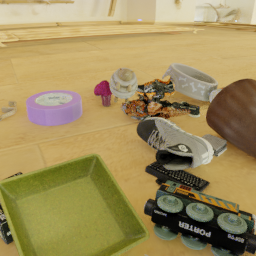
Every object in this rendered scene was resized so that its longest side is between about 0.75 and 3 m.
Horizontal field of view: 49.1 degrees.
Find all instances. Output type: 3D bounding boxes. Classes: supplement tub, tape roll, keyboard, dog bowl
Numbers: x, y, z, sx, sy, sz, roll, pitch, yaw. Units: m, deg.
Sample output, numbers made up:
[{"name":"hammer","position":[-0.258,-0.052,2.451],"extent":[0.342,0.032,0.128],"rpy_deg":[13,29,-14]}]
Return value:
[{"name":"supplement tub","position":[4.603,-1.483,13.089],"extent":[1.470,0.901,0.901],"rpy_deg":[-17,32,-31]},{"name":"tape roll","position":[-3.173,-0.925,12.162],"extent":[2.311,0.758,2.311],"rpy_deg":[0,26,0]},{"name":"keyboard","position":[1.341,1.428,8.121],"extent":[1.799,0.231,1.080],"rpy_deg":[21,34,37]},{"name":"dog bowl","position":[3.152,-2.367,13.953],"extent":[2.864,0.840,2.864],"rpy_deg":[18,26,-9]}]

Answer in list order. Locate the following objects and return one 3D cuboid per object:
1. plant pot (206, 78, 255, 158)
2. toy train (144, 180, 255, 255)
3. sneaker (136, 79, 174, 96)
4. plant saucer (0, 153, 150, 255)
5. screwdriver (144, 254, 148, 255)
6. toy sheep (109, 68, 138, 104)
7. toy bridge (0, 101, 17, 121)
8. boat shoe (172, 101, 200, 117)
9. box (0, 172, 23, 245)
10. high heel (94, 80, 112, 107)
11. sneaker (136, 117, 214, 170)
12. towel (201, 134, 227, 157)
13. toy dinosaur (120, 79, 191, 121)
[{"name":"plant pot","position":[4.201,-0.032,9.238],"extent":[2.266,2.266,2.425],"rpy_deg":[-9,43,-17]},{"name":"toy train","position":[1.628,1.970,6.272],"extent":[2.465,1.050,1.405],"rpy_deg":[12,20,23]},{"name":"sneaker","position":[1.343,-2.158,14.525],"extent":[2.126,0.821,0.832],"rpy_deg":[0,29,4]},{"name":"plant saucer","position":[-1.212,1.900,6.029],"extent":[2.487,0.596,2.490],"rpy_deg":[-15,52,-33]},{"name":"screwdriver","position":[1.027,2.855,5.234],"extent":[1.788,0.249,0.260],"rpy_deg":[20,3,28]},{"name":"toy sheep","position":[-0.190,-1.715,11.320],"extent":[1.273,1.846,1.273],"rpy_deg":[6,61,-11]},{"name":"toy bridge","position":[-5.302,-0.808,12.487],"extent":[0.610,0.247,1.815],"rpy_deg":[3,27,0]},{"name":"boat shoe","position":[2.584,-0.951,12.513],"extent":[0.590,0.470,1.559],"rpy_deg":[-23,35,-38]},{"name":"box","position":[-2.752,1.859,6.790],"extent":[1.487,0.641,1.218],"rpy_deg":[23,35,38]},{"name":"high heel","position":[-1.197,-2.104,13.877],"extent":[0.904,1.289,2.682],"rpy_deg":[-8,28,-15]},{"name":"sneaker","position":[1.101,0.482,8.850],"extent":[2.868,1.076,1.656],"rpy_deg":[21,26,35]},{"name":"towel","position":[2.863,0.567,9.623],"extent":[0.905,0.387,0.749],"rpy_deg":[24,37,39]},{"name":"toy dinosaur","position":[1.147,-0.815,11.797],"extent":[2.831,1.446,1.922],"rpy_deg":[26,49,12]}]
